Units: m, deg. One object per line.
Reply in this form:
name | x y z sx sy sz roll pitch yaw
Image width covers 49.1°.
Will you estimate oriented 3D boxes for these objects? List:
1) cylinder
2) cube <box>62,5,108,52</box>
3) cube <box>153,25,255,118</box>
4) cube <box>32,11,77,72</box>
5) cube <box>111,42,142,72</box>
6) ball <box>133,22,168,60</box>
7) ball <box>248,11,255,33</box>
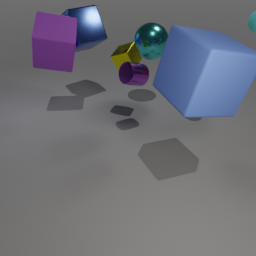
cylinder | 0.183 -1.687 8.756 0.700 0.700 0.700 -3 25 -43
cube | -1.949 -4.009 11.502 1.400 1.400 1.400 -26 12 -33
cube | 1.594 -1.174 5.882 1.400 1.400 1.400 -2 36 -28
cube | -2.601 -3.034 9.980 1.400 1.400 1.400 5 55 -14
cube | -0.044 -2.421 9.623 0.700 0.700 0.700 -4 42 33
ball | 0.911 -3.379 10.949 1.400 1.400 1.400 0 30 0
ball | 3.965 -3.188 8.367 0.700 0.700 0.700 0 30 0
